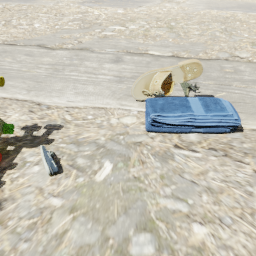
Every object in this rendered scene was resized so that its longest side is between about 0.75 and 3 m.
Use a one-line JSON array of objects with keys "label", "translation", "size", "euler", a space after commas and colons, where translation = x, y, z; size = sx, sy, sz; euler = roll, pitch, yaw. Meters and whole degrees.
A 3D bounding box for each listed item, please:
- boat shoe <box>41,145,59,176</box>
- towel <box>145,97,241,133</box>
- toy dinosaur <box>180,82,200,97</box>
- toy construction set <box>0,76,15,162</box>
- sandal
[{"label": "boat shoe", "translation": [-1.833, 0.712, 6.494], "size": [0.282, 0.341, 0.911], "euler": [-16, 39, -20]}, {"label": "towel", "translation": [1.731, -0.444, 7.915], "size": [2.523, 0.612, 1.409], "euler": [0, 34, 0]}, {"label": "toy dinosaur", "translation": [2.090, -1.424, 9.601], "size": [0.631, 0.340, 1.432], "euler": [1, 44, -4]}, {"label": "toy construction set", "translation": [-3.507, 0.233, 5.775], "size": [1.353, 1.925, 2.936], "euler": [14, 37, 18]}, {"label": "sandal", "translation": [1.086, -1.307, 8.233], "size": [2.318, 0.850, 0.763], "euler": [-21, 29, 18]}]
